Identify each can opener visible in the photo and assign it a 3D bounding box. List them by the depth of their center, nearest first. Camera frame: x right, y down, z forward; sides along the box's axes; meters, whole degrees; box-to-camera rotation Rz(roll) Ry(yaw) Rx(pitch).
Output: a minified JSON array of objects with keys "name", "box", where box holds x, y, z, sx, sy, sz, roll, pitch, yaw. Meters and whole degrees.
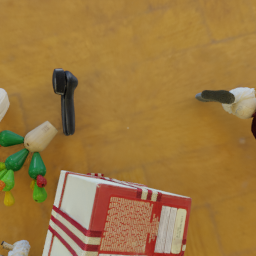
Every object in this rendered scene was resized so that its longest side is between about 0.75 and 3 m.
[{"name":"can opener","box":[-1.485,-0.612,6.758,0.636,0.513,1.618,-6,94,-25]}]

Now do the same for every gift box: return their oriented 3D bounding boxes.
[{"name":"gift box","box":[-0.230,2.128,5.460,2.433,2.271,2.245,21,77,-27]}]

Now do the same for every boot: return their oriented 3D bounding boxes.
[{"name":"boot","box":[2.031,-0.711,6.625,0.822,0.904,0.328,15,89,9]}]

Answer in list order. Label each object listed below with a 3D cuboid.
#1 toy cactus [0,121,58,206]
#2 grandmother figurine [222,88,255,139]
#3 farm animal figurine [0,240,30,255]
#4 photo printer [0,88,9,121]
[{"name":"toy cactus","box":[-2.500,0.560,6.436,2.329,1.191,1.922,40,77,19]},{"name":"grandmother figurine","box":[3.366,-0.014,6.083,2.875,1.743,0.871,39,40,27]},{"name":"farm animal figurine","box":[-2.503,3.596,5.673,1.061,2.035,2.013,22,40,-2]},{"name":"photo printer","box":[-3.117,-0.471,6.662,0.294,0.848,0.705,25,66,-8]}]
